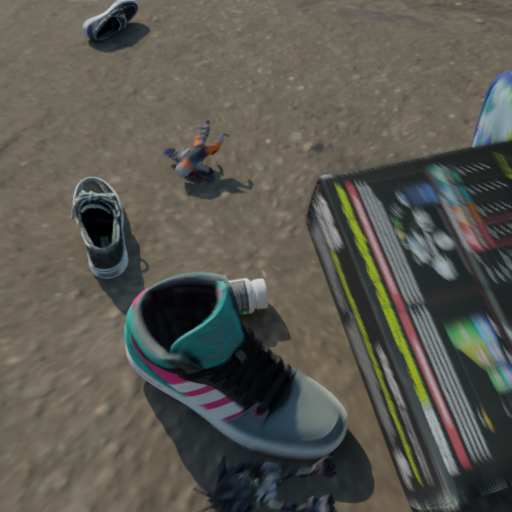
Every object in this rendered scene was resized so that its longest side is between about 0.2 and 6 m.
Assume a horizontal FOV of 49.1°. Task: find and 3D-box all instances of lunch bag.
[{"bbox_3d":[4.003,-1.034,7.463,1.115,2.174,2.705,-20,60,-5],"label":"lunch bag"}]

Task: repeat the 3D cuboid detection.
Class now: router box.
[{"bbox_3d":[2.382,0.567,6.174,2.674,1.108,3.568,-12,65,-11],"label":"router box"}]

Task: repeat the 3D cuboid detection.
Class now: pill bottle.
[{"bbox_3d":[-0.280,0.547,7.286,0.816,0.461,0.461,-8,48,-7],"label":"pill bottle"}]

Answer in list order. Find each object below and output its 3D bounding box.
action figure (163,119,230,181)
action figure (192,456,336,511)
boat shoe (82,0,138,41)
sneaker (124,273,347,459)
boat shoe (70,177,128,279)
[{"bbox_3d":[-1.070,-1.746,9.248,1.046,0.547,1.012,24,72,15],"label":"action figure"},{"bbox_3d":[0.099,2.366,5.470,1.388,0.708,0.825,-15,52,20],"label":"action figure"},{"bbox_3d":[-3.174,-5.317,12.661,0.520,0.551,1.535,31,57,26],"label":"boat shoe"},{"bbox_3d":[-0.242,1.053,5.862,2.745,1.658,1.148,23,58,13],"label":"sneaker"},{"bbox_3d":[-2.340,-0.609,8.191,0.751,0.694,2.033,-10,48,-9],"label":"boat shoe"}]
